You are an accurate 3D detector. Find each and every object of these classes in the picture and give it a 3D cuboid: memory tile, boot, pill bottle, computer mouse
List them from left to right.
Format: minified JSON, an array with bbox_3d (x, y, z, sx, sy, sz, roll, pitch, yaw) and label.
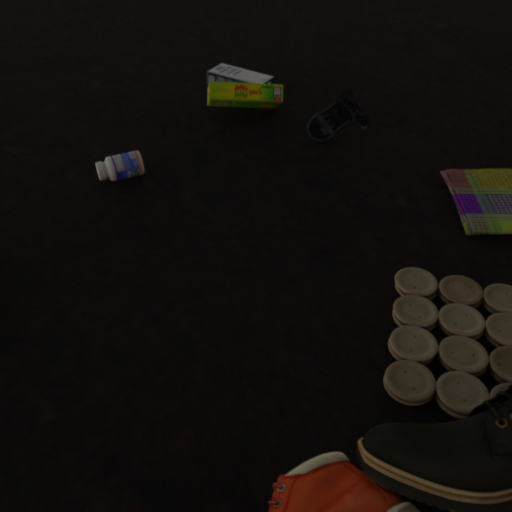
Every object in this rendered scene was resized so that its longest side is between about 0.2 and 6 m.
[{"bbox_3d":[-2.751,-1.793,11.303,0.892,0.500,0.500,-17,43,-16],"label":"pill bottle"},{"bbox_3d":[0.338,2.905,5.526,2.523,0.947,1.353,-19,37,-30],"label":"boot"},{"bbox_3d":[1.747,-3.024,12.619,1.404,0.972,0.370,-32,2,-5],"label":"computer mouse"},{"bbox_3d":[2.926,1.204,7.987,2.050,0.225,2.675,10,40,11],"label":"memory tile"},{"bbox_3d":[2.754,1.477,5.954,3.162,2.187,1.225,5,11,-4],"label":"boot"}]

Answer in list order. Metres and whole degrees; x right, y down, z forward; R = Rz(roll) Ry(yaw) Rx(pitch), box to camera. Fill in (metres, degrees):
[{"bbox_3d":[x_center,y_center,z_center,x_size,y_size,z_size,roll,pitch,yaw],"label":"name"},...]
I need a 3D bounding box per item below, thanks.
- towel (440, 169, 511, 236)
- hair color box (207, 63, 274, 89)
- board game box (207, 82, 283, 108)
[{"bbox_3d":[4.505,-1.051,10.662,1.567,0.248,2.181,1,41,0],"label":"towel"},{"bbox_3d":[-0.419,-4.495,14.515,1.570,0.475,0.785,21,41,19],"label":"hair color box"},{"bbox_3d":[-0.281,-3.829,13.375,1.725,0.411,0.876,0,5,-8],"label":"board game box"}]
